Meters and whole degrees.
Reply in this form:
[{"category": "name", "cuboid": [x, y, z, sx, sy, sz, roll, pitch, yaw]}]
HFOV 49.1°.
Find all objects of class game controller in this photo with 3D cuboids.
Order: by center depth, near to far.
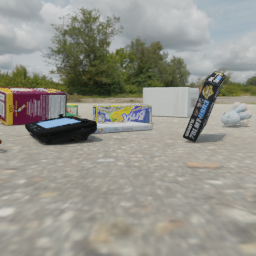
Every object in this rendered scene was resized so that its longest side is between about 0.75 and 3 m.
[{"category": "game controller", "cuboid": [-1.968, -0.037, 7.858, 1.519, 0.613, 2.911, -3, 6, -27]}]

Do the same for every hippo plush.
[{"category": "hippo plush", "cuboid": [3.975, -0.513, 10.676, 0.955, 0.946, 1.188, -4, 8, -39]}]

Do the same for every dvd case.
[{"category": "dvd case", "cuboid": [-0.590, -0.044, 9.751, 2.388, 0.209, 1.703, -4, 8, -30]}]

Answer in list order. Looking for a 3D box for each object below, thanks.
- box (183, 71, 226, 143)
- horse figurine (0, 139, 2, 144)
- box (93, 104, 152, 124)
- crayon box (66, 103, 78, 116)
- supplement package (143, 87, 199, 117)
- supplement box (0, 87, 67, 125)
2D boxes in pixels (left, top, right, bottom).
[{"category": "box", "cuboid": [2.000, -0.590, 7.227, 0.389, 1.567, 1.555, 23, 27, 15]}, {"category": "horse figurine", "cuboid": [-3.058, 0.331, 5.809, 1.179, 0.294, 0.781, -6, -2, 18]}, {"category": "box", "cuboid": [-0.219, -0.541, 11.426, 2.343, 0.821, 0.753, -3, 7, -21]}, {"category": "crayon box", "cuboid": [-4.439, -1.042, 16.362, 2.577, 0.751, 2.223, -3, 8, -25]}, {"category": "supplement package", "cuboid": [2.509, -1.542, 16.597, 2.892, 1.696, 1.690, 4, 8, 34]}, {"category": "supplement box", "cuboid": [-4.261, -1.004, 12.270, 2.653, 1.369, 1.736, -6, 16, -42]}]
